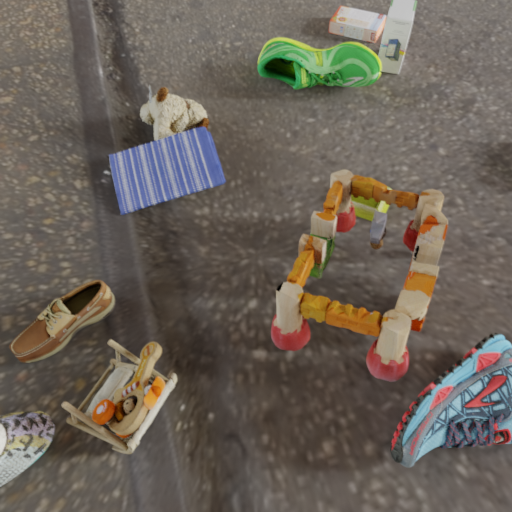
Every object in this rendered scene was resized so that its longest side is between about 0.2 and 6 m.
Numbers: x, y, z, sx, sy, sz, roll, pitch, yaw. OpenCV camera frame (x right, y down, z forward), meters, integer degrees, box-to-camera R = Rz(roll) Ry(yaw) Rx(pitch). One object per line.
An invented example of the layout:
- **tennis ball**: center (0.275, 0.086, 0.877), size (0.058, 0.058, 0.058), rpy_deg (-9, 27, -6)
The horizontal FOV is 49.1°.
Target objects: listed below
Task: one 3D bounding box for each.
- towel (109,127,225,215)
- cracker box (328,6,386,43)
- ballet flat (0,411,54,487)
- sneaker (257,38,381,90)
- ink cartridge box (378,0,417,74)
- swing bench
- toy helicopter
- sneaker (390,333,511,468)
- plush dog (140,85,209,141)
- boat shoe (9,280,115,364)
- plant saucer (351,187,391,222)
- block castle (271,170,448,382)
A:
- **towel**: center (-1.749, -1.681, 10.948), size (2.090, 0.249, 1.513), rpy_deg (-17, 61, -3)
- **cracker box**: center (2.619, -5.994, 14.493), size (1.270, 0.366, 0.851), rpy_deg (19, 54, 16)
- **ballet flat**: center (-4.031, 2.733, 7.134), size (2.824, 1.016, 1.016), rpy_deg (-25, 56, -19)
- **sneaker**: center (1.375, -4.173, 12.690), size (2.904, 1.076, 1.214), rpy_deg (13, 54, 21)
- **ink cartridge box**: center (3.288, -5.171, 13.189), size (0.607, 1.386, 1.007), rpy_deg (14, 52, 7)
- **swing bench**: center (-1.881, 2.017, 7.863), size (1.146, 0.743, 1.140), rpy_deg (27, 55, 8)
- **toy helicopter**: center (-1.536, 1.725, 7.472), size (0.895, 0.534, 1.353), rpy_deg (-19, 40, 35)
- **sneaker**: center (2.961, 2.110, 7.609), size (2.585, 1.025, 1.235), rpy_deg (-33, 60, -23)
- **plush dog**: center (-1.619, -3.011, 11.804), size (1.212, 1.132, 1.411), rpy_deg (-6, 47, -36)
- **boat shoe**: center (-3.052, 0.941, 8.769), size (0.661, 0.645, 1.746), rpy_deg (38, 61, 26)
- **plant saucer**: center (2.090, -1.131, 10.698), size (0.930, 0.223, 0.932), rpy_deg (20, 55, 15)
- **block castle**: center (1.698, 0.253, 8.832), size (2.127, 1.494, 3.184), rpy_deg (15, 50, 16)
